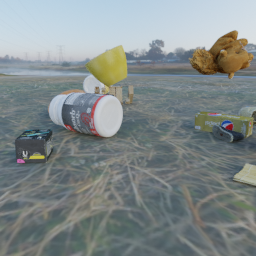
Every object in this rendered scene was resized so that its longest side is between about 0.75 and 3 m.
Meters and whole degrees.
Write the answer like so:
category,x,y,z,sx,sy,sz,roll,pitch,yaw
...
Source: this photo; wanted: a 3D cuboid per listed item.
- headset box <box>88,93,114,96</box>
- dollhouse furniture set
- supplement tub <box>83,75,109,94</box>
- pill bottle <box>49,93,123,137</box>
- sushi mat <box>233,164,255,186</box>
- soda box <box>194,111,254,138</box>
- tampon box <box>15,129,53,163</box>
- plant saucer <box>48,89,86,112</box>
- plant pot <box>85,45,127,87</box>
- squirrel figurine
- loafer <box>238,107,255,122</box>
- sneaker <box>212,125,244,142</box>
category,x,y,z,sx,sy,sz,roll,pitch,yaw
headset box,-2.252,-1.356,15.411,2.490,0.962,1.853,8,16,22
dollhouse furniture set,-0.902,-1.915,17.930,2.444,1.267,1.082,-1,-25,-4
supplement tub,-2.306,-3.368,21.952,1.688,1.688,2.321,4,14,16
pill bottle,-1.704,-0.580,11.028,2.719,1.575,1.575,9,16,34
sushi mat,3.747,1.293,6.464,2.330,0.141,1.115,12,18,38
soda box,3.801,-0.174,11.219,2.147,0.687,0.727,12,19,39
tampon box,-2.759,0.521,8.366,0.849,0.715,1.133,-1,14,-4
plant saucer,-3.060,-1.285,14.166,2.125,0.343,2.125,-11,43,11
plant pot,-0.807,-2.720,12.891,1.954,1.387,1.954,-28,9,4
squirrel figurine,3.403,-2.418,10.222,2.187,1.548,2.042,-14,23,20
loafer,6.336,-0.624,12.745,2.486,0.940,0.849,-11,16,-4
sneaker,3.661,0.221,10.332,0.630,0.443,1.186,0,23,-21
